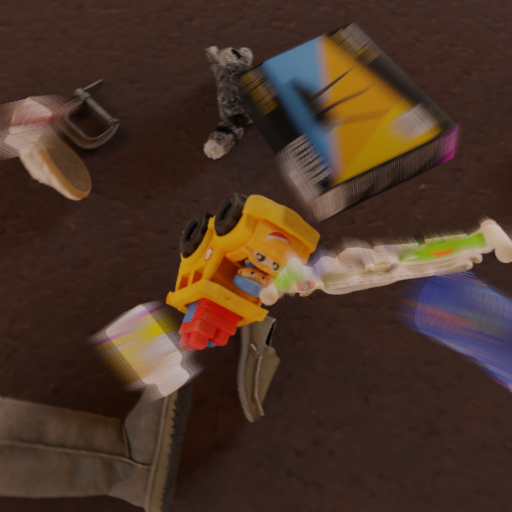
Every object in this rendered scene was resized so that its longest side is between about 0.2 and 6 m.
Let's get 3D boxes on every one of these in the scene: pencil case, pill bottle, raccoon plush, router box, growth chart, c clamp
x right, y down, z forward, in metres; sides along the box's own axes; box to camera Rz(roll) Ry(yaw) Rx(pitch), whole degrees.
[{"bbox_3d":[2.549,0.869,5.966,2.015,0.875,0.786,32,86,-25],"label":"pencil case"},{"bbox_3d":[-1.406,1.268,7.397,0.602,0.602,1.154,-38,94,-19],"label":"pill bottle"},{"bbox_3d":[-0.768,-3.402,11.751,1.663,1.201,2.481,32,66,25],"label":"raccoon plush"},{"bbox_3d":[1.361,-2.368,9.409,2.422,0.829,3.248,-26,55,-4],"label":"router box"},{"bbox_3d":[1.458,0.038,6.165,2.667,1.930,0.237,-11,99,10],"label":"growth chart"},{"bbox_3d":[-2.645,-1.490,6.487,0.332,0.332,0.581,27,85,14],"label":"pill bottle"},{"bbox_3d":[-3.528,-3.021,11.997,1.444,0.229,1.691,-35,67,-17],"label":"c clamp"}]

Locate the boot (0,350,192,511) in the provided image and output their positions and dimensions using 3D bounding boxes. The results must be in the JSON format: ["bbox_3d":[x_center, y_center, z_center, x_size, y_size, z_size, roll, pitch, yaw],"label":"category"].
[{"bbox_3d":[-2.529,2.488,8.451,2.844,1.032,2.586,9,76,10],"label":"boot"}]

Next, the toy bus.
[{"bbox_3d":[-0.380,0.419,8.779,1.602,2.361,2.267,32,59,-24],"label":"toy bus"}]

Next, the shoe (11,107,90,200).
[{"bbox_3d":[-4.163,-1.936,11.206,0.682,0.893,2.555,-49,67,23],"label":"shoe"}]

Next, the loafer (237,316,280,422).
[{"bbox_3d":[0.053,1.737,9.125,0.652,0.704,1.871,-2,61,4],"label":"loafer"}]
